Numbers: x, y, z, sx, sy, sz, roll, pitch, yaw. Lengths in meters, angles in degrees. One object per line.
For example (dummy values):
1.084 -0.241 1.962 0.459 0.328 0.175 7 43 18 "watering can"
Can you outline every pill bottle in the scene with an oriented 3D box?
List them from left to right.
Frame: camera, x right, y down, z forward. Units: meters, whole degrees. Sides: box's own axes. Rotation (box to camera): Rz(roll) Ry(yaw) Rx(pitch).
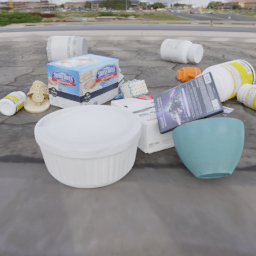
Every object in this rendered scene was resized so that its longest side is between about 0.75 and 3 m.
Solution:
-4.690 -1.059 11.512 0.719 0.719 1.284 3 25 5 "pill bottle"
3.782 -5.362 19.697 2.719 1.555 1.555 21 32 38 "pill bottle"
4.247 -2.056 12.569 2.953 1.643 1.643 -19 31 -36 "pill bottle"
5.452 -1.216 11.551 0.999 0.999 1.747 -12 28 -23 "pill bottle"

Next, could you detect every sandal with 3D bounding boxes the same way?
-4.016 -1.664 12.476 1.108 0.994 3.022 -3 25 -8 "sandal"

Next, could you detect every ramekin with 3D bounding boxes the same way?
-1.024 0.442 7.637 2.826 1.316 2.826 0 26 0 "ramekin"

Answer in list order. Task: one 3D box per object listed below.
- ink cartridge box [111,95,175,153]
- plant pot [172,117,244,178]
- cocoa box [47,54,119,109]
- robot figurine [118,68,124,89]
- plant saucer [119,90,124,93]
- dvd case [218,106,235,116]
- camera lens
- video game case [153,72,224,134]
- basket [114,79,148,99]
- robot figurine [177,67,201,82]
0.698 -0.253 9.476 1.750 0.988 2.385 -13 27 -27 "ink cartridge box"
2.091 0.611 7.118 1.808 1.217 1.808 -3 -19 -1 "plant pot"
-1.876 -2.059 12.270 1.835 1.805 2.751 18 30 29 "cocoa box"
-1.250 -2.802 14.131 2.210 1.874 1.248 35 69 14 "robot figurine"
-0.046 -1.753 13.518 0.805 0.142 0.805 -9 13 2 "plant saucer"
3.900 -0.713 11.564 0.667 0.072 0.897 21 32 37 "dvd case"
-4.078 -5.101 18.647 2.454 1.963 1.963 2 25 3 "camera lens"
1.549 -0.659 7.512 1.733 0.164 1.238 -22 57 25 "video game case"
0.174 -1.643 12.662 1.214 0.958 1.377 -20 -3 -34 "basket"
3.418 -2.951 15.493 1.383 0.806 0.994 -4 -15 -8 "robot figurine"
